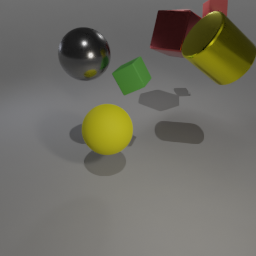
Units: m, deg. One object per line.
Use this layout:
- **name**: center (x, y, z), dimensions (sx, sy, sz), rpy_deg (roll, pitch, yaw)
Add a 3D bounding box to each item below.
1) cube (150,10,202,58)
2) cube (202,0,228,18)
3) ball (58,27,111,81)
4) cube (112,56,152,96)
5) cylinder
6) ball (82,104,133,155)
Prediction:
- **cube**: center (1.883, -3.437, 10.385), dimensions (1.400, 1.400, 1.400), rpy_deg (20, 12, 40)
- **cube**: center (3.242, -4.357, 10.476), dimensions (0.700, 0.700, 0.700), rpy_deg (-2, 12, -5)
- **ball**: center (-1.162, -1.968, 7.527), dimensions (1.400, 1.400, 1.400), rpy_deg (0, 30, 0)
- **cube**: center (0.117, -1.428, 7.678), dimensions (0.700, 0.700, 0.700), rpy_deg (-19, 21, 30)
- **cylinder**: center (2.409, -2.091, 7.488), dimensions (1.400, 1.400, 1.400), rpy_deg (31, 20, -26)
- **ball**: center (-0.563, 0.039, 7.685), dimensions (1.400, 1.400, 1.400), rpy_deg (0, 30, 0)
